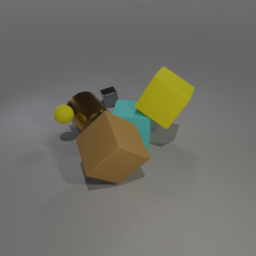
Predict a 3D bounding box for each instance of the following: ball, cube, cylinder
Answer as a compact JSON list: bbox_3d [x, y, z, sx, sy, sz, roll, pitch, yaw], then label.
[{"bbox_3d":[-2.318,-0.488,10.101,0.700,0.700,0.700,0,30,0],"label":"ball"},{"bbox_3d":[-0.897,-1.518,13.714,0.700,0.700,0.700,-19,35,-9],"label":"cube"},{"bbox_3d":[0.162,-0.139,10.768,1.400,1.400,1.400,4,30,6],"label":"cube"},{"bbox_3d":[-0.463,0.606,8.330,1.400,1.400,1.400,25,32,-45],"label":"cube"},{"bbox_3d":[-1.539,-0.502,11.077,1.400,1.400,1.400,-20,52,-31],"label":"cylinder"},{"bbox_3d":[1.310,-1.089,9.907,1.400,1.400,1.400,35,30,2],"label":"cube"}]
